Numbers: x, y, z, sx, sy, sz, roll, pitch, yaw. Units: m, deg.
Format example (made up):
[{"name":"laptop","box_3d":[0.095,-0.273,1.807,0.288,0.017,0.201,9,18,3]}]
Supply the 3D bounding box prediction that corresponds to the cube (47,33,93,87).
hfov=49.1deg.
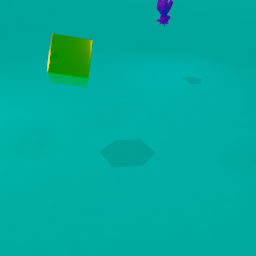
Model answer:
[{"name":"cube","box_3d":[-1.221,-1.398,5.953,0.823,0.823,0.823,6,-6,-11]}]

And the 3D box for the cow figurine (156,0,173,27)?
[{"name":"cow figurine","box_3d":[1.229,-4.047,9.750,0.506,0.907,0.921,25,21,22]}]
